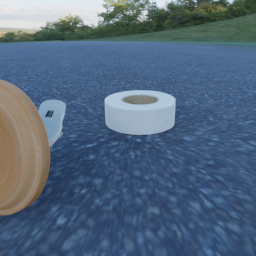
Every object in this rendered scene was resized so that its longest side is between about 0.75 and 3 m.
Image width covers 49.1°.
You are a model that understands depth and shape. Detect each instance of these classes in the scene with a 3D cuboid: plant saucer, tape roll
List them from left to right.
[{"bbox_3d":[-1.953,0.292,3.928,1.951,1.951,0.315,10,12,24],"label":"plant saucer"},{"bbox_3d":[0.341,-0.488,7.829,1.980,0.693,1.980,0,21,0],"label":"tape roll"}]

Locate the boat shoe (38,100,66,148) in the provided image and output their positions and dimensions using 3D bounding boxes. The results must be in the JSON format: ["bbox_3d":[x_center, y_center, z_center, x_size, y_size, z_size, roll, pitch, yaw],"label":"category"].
[{"bbox_3d":[-1.564,0.077,5.402,0.679,0.611,1.920,7,26,-2],"label":"boat shoe"}]
